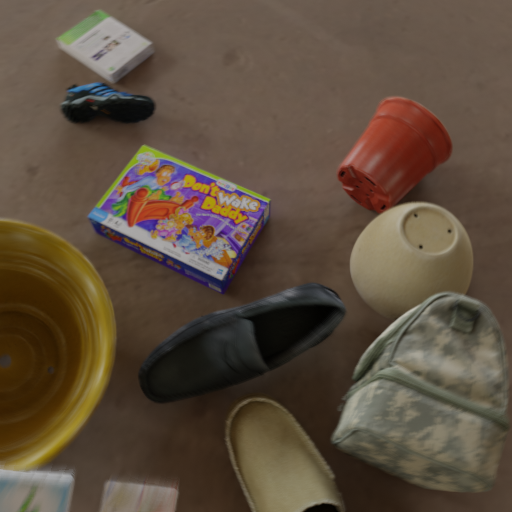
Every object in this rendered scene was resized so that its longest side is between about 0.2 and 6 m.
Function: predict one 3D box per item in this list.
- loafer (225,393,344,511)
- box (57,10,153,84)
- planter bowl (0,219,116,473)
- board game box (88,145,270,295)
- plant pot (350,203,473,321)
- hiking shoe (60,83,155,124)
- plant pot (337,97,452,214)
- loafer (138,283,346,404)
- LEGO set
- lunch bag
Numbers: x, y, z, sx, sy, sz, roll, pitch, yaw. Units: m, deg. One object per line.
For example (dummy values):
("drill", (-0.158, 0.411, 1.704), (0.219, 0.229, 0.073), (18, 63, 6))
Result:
("loafer", (0.599, 3.393, 7.806), (1.306, 1.158, 3.435), (-26, 64, -13))
("box", (-3.383, -4.731, 12.600), (1.767, 0.321, 1.275), (37, 68, 16))
("planter bowl", (-3.989, 1.488, 8.450), (3.823, 1.592, 3.823), (3, 70, -7))
("board game box", (-1.370, -0.720, 10.302), (2.751, 0.616, 1.850), (24, 65, 12))
("plant pot", (2.756, -0.086, 9.522), (2.115, 1.420, 2.115), (0, 62, 0))
("hiking shoe", (-3.046, -3.264, 11.581), (1.952, 0.726, 0.846), (1, 63, 1))
("plant pot", (2.452, -1.764, 10.400), (1.656, 1.656, 1.611), (38, 77, 18))
("loafer", (-0.216, 1.338, 8.713), (3.416, 1.199, 1.160), (-23, 94, -9))
("LEGO set", (-1.967, 4.142, 7.126), (3.135, 0.769, 2.342), (11, 85, -12))
("lunch bag", (2.304, 1.875, 7.835), (1.853, 2.660, 2.231), (23, 69, 9))
